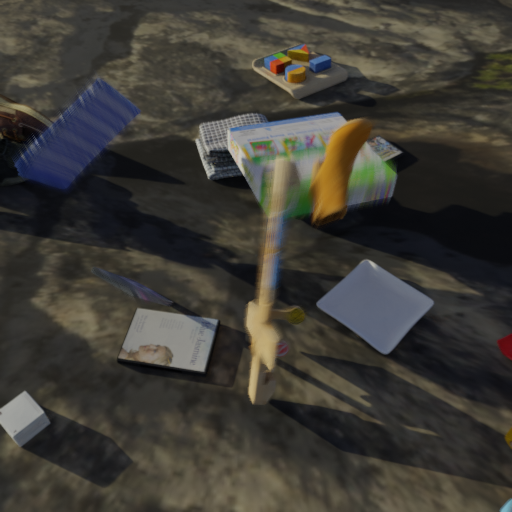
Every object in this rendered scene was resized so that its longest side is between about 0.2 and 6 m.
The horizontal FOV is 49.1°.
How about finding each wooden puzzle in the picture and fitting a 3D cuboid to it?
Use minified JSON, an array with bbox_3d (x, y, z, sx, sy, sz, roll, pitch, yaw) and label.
[{"bbox_3d":[1.099,-4.780,14.097,1.744,0.436,1.883,-27,54,-22],"label":"wooden puzzle"}]

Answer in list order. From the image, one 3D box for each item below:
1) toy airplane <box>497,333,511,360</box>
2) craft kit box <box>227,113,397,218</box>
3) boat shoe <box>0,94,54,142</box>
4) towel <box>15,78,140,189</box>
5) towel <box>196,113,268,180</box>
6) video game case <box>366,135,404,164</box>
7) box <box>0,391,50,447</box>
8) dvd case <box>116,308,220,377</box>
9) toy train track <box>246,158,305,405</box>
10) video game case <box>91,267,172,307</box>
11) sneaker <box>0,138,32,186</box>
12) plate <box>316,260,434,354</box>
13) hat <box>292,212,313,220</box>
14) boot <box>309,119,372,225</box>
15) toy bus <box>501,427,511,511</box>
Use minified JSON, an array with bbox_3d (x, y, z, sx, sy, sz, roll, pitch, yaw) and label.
[{"bbox_3d":[5.488,1.392,8.499,3.260,0.600,3.260,-1,49,1],"label":"toy airplane"},{"bbox_3d":[0.923,-1.691,10.019,2.319,0.563,2.291,-12,42,-15],"label":"craft kit box"},{"bbox_3d":[-5.225,-2.837,12.235,2.462,0.888,0.886,26,83,9],"label":"boat shoe"},{"bbox_3d":[-2.980,-1.980,9.544,2.058,1.490,0.245,-43,78,6],"label":"towel"},{"bbox_3d":[-0.408,-2.360,11.774,1.608,0.688,1.332,-10,48,-9],"label":"towel"},{"bbox_3d":[2.597,-2.236,12.054,0.850,0.108,0.768,-28,54,-23],"label":"video game case"},{"bbox_3d":[-3.283,2.290,7.874,0.507,0.333,0.510,35,57,27],"label":"box"},{"bbox_3d":[-1.363,1.350,8.851,1.429,0.125,1.020,8,49,6],"label":"dvd case"},{"bbox_3d":[0.368,0.394,7.816,0.557,3.427,1.965,4,10,-11],"label":"toy train track"},{"bbox_3d":[-1.952,0.504,8.911,0.872,1.221,0.116,26,86,21],"label":"video game case"},{"bbox_3d":[-5.463,-2.148,11.134,2.463,1.411,0.942,0,50,-3],"label":"sneaker"},{"bbox_3d":[1.954,0.838,9.238,1.416,0.229,1.419,35,57,28],"label":"plate"},{"bbox_3d":[0.854,-1.352,10.716,2.399,0.968,2.399,3,43,-3],"label":"hat"},{"bbox_3d":[1.263,-1.165,8.200,0.539,1.531,1.096,8,63,-22],"label":"boot"},{"bbox_3d":[4.545,2.736,6.697,2.908,1.503,2.744,12,50,11],"label":"toy bus"}]
